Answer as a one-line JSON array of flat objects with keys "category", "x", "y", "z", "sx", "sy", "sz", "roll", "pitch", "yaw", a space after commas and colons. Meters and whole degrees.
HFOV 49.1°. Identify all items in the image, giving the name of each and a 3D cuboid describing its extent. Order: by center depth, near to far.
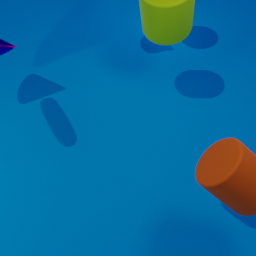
[{"category": "cylinder", "x": 1.814, "y": 0.819, "z": 4.732, "sx": 0.966, "sy": 0.966, "sz": 0.966, "roll": 38, "pitch": 59, "yaw": -17}, {"category": "cylinder", "x": 0.887, "y": -2.760, "z": 6.402, "sx": 1.221, "sy": 1.221, "sz": 1.221, "roll": -3, "pitch": 66, "yaw": 7}, {"category": "cone", "x": -3.559, "y": -2.121, "z": 7.309, "sx": 1.288, "sy": 1.283, "sz": 1.283, "roll": 1, "pitch": 57, "yaw": -1}]
